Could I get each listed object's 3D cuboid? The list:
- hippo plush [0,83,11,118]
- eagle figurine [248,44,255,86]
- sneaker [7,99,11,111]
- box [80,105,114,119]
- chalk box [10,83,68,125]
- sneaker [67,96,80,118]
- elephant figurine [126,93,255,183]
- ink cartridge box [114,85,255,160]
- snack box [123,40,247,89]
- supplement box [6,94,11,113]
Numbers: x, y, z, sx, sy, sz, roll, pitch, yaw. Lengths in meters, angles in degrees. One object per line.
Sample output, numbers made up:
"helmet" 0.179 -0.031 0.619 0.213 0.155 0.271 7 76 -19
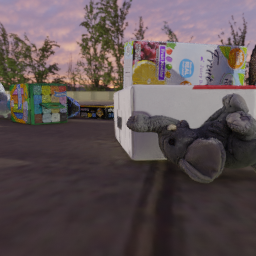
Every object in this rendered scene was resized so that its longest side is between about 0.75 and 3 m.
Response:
"hippo plush" -4.905 -1.032 10.564 1.742 1.387 1.400 -2 7 -16
"eagle figurine" 2.961 -0.982 5.650 1.533 2.031 1.541 -29 15 -20
"sneaker" -3.793 -1.002 11.023 1.188 1.156 2.982 0 3 -4
"box" -0.566 -0.695 11.465 2.222 0.548 1.774 -5 9 -41
"chalk box" -2.697 -0.776 8.727 1.250 1.241 2.002 -6 8 -43
"sneaker" -2.374 -0.876 11.650 0.949 0.911 2.419 0 7 -26
"elephant figurine" 0.651 0.162 2.678 1.051 0.815 0.744 -24 -33 5
"ink cartridge box" 0.647 -0.159 4.290 1.557 0.903 2.157 -1 6 -8
"snack box" 1.317 -0.956 6.573 2.789 1.983 0.739 -1 12 -16
"supplement box" -6.746 -1.364 15.568 2.029 1.049 1.027 -3 7 -12
